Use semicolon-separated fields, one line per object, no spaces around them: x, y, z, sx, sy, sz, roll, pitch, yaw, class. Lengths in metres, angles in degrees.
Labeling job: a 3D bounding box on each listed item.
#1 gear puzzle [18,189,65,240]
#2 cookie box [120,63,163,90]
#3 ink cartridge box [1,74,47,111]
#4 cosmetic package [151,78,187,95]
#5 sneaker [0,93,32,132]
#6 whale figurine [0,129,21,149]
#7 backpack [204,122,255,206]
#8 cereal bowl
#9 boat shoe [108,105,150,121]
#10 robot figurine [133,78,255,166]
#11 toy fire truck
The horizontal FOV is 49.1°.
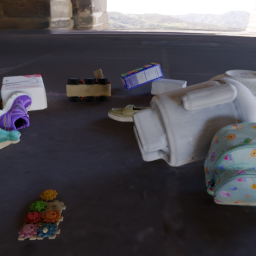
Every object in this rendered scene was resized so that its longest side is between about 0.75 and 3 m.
-1.516;1.503;5.143;0.675;0.171;1.302;-1;24;-3;gear puzzle
0.568;-2.312;12.386;1.648;0.619;1.410;-20;16;-2;cookie box
-4.002;-1.387;10.818;1.508;0.852;2.059;-8;25;-18;ink cartridge box
1.750;-1.726;11.944;1.375;0.620;0.734;13;27;21;cosmetic package
-3.474;-0.354;8.865;0.907;0.877;2.175;14;32;-5;sneaker
-3.552;0.222;7.350;1.323;0.686;1.052;-10;25;-11;whale figurine
2.192;0.700;5.228;1.379;1.569;1.203;4;39;4;backpack
4.284;-1.446;10.548;2.915;1.214;2.915;-1;24;0;cereal bowl
0.129;-0.519;9.287;1.641;0.509;0.591;7;25;15;boat shoe
1.619;-0.145;6.374;2.954;2.505;1.668;-16;68;-4;robot figurine
-1.562;-1.790;11.552;1.703;1.245;1.935;-2;13;-2;toy fire truck
